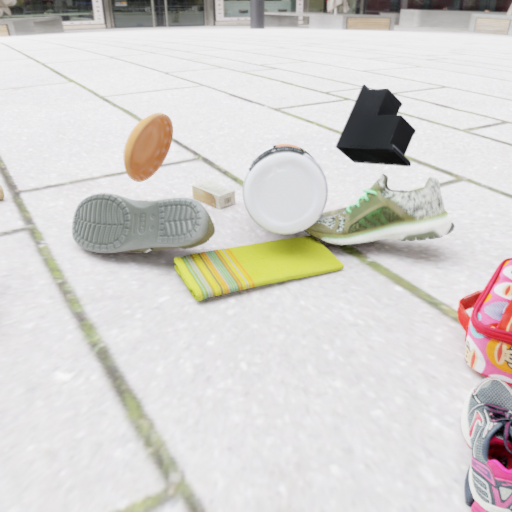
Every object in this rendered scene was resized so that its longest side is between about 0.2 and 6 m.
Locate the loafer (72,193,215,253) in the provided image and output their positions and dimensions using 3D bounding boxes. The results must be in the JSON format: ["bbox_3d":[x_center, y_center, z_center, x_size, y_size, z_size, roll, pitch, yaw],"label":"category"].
[{"bbox_3d":[-2.363,-0.554,11.729,3.447,1.296,1.200,6,-8,25],"label":"loafer"}]

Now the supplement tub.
[{"bbox_3d":[0.606,-1.521,12.042,1.697,1.697,2.769,1,14,3],"label":"supplement tub"}]

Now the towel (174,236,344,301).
[{"bbox_3d":[0.056,0.210,11.123,3.157,0.285,1.359,-10,35,-22],"label":"towel"}]

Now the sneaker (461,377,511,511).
[{"bbox_3d":[3.032,2.219,6.868,0.864,0.800,2.142,8,29,14],"label":"sneaker"}]

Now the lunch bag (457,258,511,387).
[{"bbox_3d":[4.487,1.018,8.856,2.460,1.144,2.793,13,30,31],"label":"lunch bag"}]

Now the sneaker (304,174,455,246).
[{"bbox_3d":[2.496,-1.030,11.827,3.136,1.390,1.206,-4,11,15],"label":"sneaker"}]

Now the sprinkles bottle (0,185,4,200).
[{"bbox_3d":[-7.017,-1.442,13.957,0.460,0.460,1.348,24,37,37],"label":"sprinkles bottle"}]

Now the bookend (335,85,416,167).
[{"bbox_3d":[2.741,-2.799,11.896,0.731,1.588,1.578,29,-9,-39],"label":"bookend"}]

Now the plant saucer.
[{"bbox_3d":[-2.536,-2.537,12.975,0.316,1.690,1.690,28,36,14],"label":"plant saucer"}]

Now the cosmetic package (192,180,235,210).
[{"bbox_3d":[-1.087,-1.559,14.255,0.564,0.381,1.072,-25,37,-37],"label":"cosmetic package"}]
